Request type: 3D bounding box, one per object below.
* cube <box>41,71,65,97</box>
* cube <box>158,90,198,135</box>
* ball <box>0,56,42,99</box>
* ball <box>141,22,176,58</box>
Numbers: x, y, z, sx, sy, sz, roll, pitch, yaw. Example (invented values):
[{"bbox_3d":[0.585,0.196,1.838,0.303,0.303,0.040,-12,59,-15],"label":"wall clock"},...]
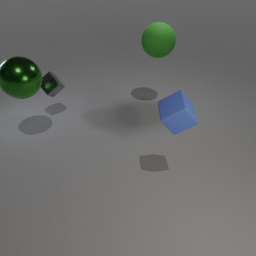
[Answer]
[{"bbox_3d":[-3.171,-1.793,11.576,0.700,0.700,0.700,-41,-3,3],"label":"cube"},{"bbox_3d":[1.251,-0.386,7.058,0.700,0.700,0.700,-26,44,24],"label":"cube"},{"bbox_3d":[-3.586,-1.669,9.338,1.400,1.400,1.400,0,32,0],"label":"ball"},{"bbox_3d":[1.246,-3.579,11.439,1.400,1.400,1.400,0,32,0],"label":"ball"}]
